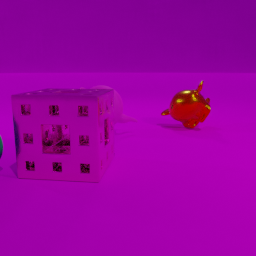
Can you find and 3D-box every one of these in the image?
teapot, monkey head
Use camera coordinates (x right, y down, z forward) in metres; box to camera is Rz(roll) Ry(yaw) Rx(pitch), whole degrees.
[{"bbox_3d":[-0.523,-0.516,6.807,1.655,1.029,0.810,32,24,6],"label":"teapot"},{"bbox_3d":[1.667,-0.636,7.440,1.633,0.984,1.175,-40,7,47],"label":"monkey head"}]

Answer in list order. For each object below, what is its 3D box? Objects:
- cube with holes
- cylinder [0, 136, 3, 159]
[{"bbox_3d":[-0.937,0.032,4.514,1.230,1.230,1.230,2,12,7],"label":"cube with holes"},{"bbox_3d":[-2.319,0.332,3.916,0.815,0.815,0.815,0,9,0],"label":"cylinder"}]
